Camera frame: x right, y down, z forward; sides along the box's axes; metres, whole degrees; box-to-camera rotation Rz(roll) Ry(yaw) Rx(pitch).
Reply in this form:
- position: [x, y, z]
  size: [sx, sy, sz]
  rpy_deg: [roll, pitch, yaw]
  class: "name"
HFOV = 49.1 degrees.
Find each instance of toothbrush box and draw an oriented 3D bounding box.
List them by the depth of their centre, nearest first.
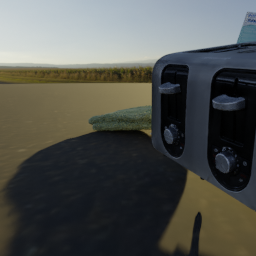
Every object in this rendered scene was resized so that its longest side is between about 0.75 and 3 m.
- position: [2.835, -1.603, 5.933]
  size: [1.056, 1.442, 0.615]
  rpy_deg: [18, 0, 25]
  class: "toothbrush box"

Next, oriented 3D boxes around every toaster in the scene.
- position: [1.946, -0.308, 3.838]
  size: [2.723, 1.616, 2.462]
  rpy_deg: [-13, 20, -20]
  class: "toaster"

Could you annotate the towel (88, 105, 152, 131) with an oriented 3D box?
- position: [0.440, -0.312, 7.435]
  size: [2.613, 0.477, 1.938]
  rpy_deg: [0, 11, 34]
  class: "towel"
